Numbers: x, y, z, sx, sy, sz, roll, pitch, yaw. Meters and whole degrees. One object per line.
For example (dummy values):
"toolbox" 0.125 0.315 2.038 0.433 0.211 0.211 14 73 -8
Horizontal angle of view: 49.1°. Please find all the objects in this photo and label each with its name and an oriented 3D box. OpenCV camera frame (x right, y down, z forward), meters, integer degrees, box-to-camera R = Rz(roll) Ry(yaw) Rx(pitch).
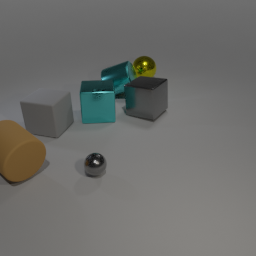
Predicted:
"cube" 0.813 -1.340 12.151 1.400 1.400 1.400 12 32 30
"ball" 0.906 -3.346 15.770 1.400 1.400 1.400 0 30 0
"cube" -3.118 -0.620 10.986 1.400 1.400 1.400 8 31 15
"ball" -0.999 1.105 8.559 0.700 0.700 0.700 0 30 0
"cylinder" -0.400 -2.398 13.690 1.400 1.400 1.400 -15 25 19
"cylinder" -3.446 0.662 8.405 1.400 1.400 1.400 30 41 29
"cube" -1.270 -1.139 11.908 1.400 1.400 1.400 -3 30 -5
